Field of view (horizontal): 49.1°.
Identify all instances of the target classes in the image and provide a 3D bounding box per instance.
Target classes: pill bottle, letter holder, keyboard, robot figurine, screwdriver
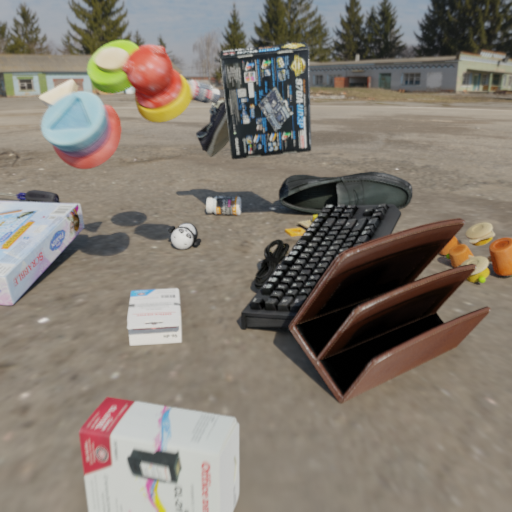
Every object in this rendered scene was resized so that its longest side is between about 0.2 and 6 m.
[{"bbox_3d":[-1.175,-3.596,12.372,0.678,0.405,0.405,5,14,-31],"label":"pill bottle"},{"bbox_3d":[1.860,0.570,6.907,2.319,1.648,1.166,-14,56,-35],"label":"letter holder"},{"bbox_3d":[-0.832,-1.284,14.405,0.852,0.496,0.496,1,19,5],"label":"pill bottle"},{"bbox_3d":[0.936,0.012,9.430,2.249,0.480,3.745,-5,25,31],"label":"keyboard"},{"bbox_3d":[-1.524,-0.436,11.992,0.591,0.491,0.787,-10,16,13],"label":"robot figurine"},{"bbox_3d":[-6.882,-1.699,15.757,3.030,0.423,0.441,6,-11,19],"label":"screwdriver"}]

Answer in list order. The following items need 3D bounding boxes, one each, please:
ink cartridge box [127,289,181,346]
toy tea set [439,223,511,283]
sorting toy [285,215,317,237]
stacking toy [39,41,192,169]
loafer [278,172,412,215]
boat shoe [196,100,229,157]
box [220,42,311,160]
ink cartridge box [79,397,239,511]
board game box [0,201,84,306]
[{"bbox_3d":[-1.476,0.933,8.185,0.752,0.440,1.296,-3,20,-8],"label":"ink cartridge box"},{"bbox_3d":[4.283,0.015,10.805,1.200,0.747,2.019,-29,22,7],"label":"toy tea set"},{"bbox_3d":[1.771,-0.772,13.220,2.283,0.311,1.286,-11,22,-29],"label":"sorting toy"},{"bbox_3d":[-2.320,-2.516,8.217,2.204,0.931,1.995,-37,62,-5],"label":"stacking toy"},{"bbox_3d":[2.230,-1.473,14.177,3.357,1.140,1.178,3,29,12],"label":"loafer"},{"bbox_3d":[-0.908,-3.207,13.184,0.916,0.790,2.520,-41,-1,-24],"label":"boat shoe"},{"bbox_3d":[0.228,-3.146,11.553,1.751,2.202,0.507,-7,35,-1],"label":"box"},{"bbox_3d":[-0.822,1.837,4.906,1.259,0.918,0.522,5,20,14],"label":"ink cartridge box"},{"bbox_3d":[-5.202,-0.186,10.434,2.939,0.606,2.946,3,29,8],"label":"board game box"}]
